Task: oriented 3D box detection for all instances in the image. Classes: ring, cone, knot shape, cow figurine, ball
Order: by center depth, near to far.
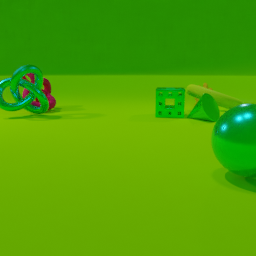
[{"bbox_3d":[1.613,0.165,3.724,0.974,0.974,0.974,0,12,0],"label":"ball"},{"bbox_3d":[2.118,-0.467,8.409,0.882,0.882,0.885,-12,-10,-45],"label":"cone"},{"bbox_3d":[-3.367,-1.094,8.738,1.563,1.670,0.772,-12,26,-12],"label":"knot shape"},{"bbox_3d":[2.922,-1.029,9.498,1.969,0.394,1.969,18,11,-4],"label":"ring"},{"bbox_3d":[-3.242,-1.246,10.106,0.839,1.815,1.698,-30,54,4],"label":"knot shape"},{"bbox_3d":[3.186,-1.311,11.719,0.619,1.110,1.128,-19,-32,40],"label":"cow figurine"}]

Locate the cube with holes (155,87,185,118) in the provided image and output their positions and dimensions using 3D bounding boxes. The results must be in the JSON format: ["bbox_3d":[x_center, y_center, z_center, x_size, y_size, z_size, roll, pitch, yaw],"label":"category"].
[{"bbox_3d":[1.353,-0.836,9.030,0.888,0.888,0.888,2,12,8],"label":"cube with holes"}]
